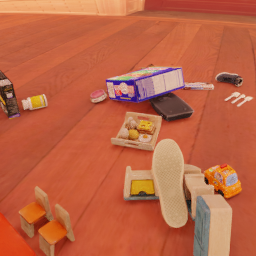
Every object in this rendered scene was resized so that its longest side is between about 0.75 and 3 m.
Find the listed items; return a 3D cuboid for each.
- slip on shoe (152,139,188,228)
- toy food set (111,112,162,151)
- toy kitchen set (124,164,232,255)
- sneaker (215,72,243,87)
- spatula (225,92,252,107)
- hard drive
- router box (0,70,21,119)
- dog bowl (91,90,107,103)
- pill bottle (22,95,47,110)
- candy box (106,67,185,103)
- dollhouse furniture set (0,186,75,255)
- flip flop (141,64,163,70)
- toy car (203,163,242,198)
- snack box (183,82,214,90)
[{"bbox_3d":[1.084,1.387,7.232,0.829,0.685,2.237,-8,72,3],"label":"slip on shoe"},{"bbox_3d":[0.369,0.030,10.355,1.478,0.622,2.060,8,33,13],"label":"toy food set"},{"bbox_3d":[0.965,2.056,6.832,2.102,1.545,2.623,-2,12,-2],"label":"toy kitchen set"},{"bbox_3d":[5.282,-2.499,14.456,1.301,0.495,0.940,-2,30,-5],"label":"sneaker"},{"bbox_3d":[5.116,-1.351,13.054,1.290,0.104,0.897,-28,48,-35],"label":"spatula"},{"bbox_3d":[1.777,-0.924,12.021,1.360,0.427,2.017,-11,32,-16],"label":"hard drive"},{"bbox_3d":[-5.220,-1.447,11.867,0.498,1.500,1.908,-21,38,-29],"label":"router box"},{"bbox_3d":[-1.368,-1.482,12.853,0.790,0.291,0.790,-15,32,9],"label":"dog bowl"},{"bbox_3d":[-4.072,-1.103,12.216,0.985,0.548,0.548,-16,36,-23],"label":"pill bottle"},{"bbox_3d":[0.778,-2.036,12.705,2.740,1.056,2.317,-20,20,-31],"label":"candy box"},{"bbox_3d":[-3.127,2.210,6.105,2.870,1.495,2.902,26,41,35],"label":"dollhouse furniture set"},{"bbox_3d":[1.424,-3.493,16.104,1.417,0.408,0.574,-6,33,-9],"label":"flip flop"},{"bbox_3d":[3.447,1.302,8.217,2.352,0.783,1.154,-7,33,-10],"label":"toy car"},{"bbox_3d":[3.500,-2.123,14.151,1.535,0.187,0.552,0,32,-1],"label":"snack box"}]
